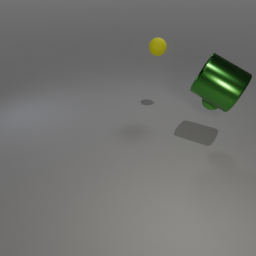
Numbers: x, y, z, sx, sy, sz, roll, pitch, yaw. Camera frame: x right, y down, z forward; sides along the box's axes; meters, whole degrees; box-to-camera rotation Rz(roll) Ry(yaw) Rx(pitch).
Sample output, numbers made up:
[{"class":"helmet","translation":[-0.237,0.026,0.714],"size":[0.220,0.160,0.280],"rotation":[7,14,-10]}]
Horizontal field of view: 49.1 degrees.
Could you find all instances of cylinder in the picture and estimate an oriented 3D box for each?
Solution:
[{"class":"cylinder","translation":[2.944,-1.445,8.971],"size":[1.400,1.400,1.400],"rotation":[33,36,8]}]

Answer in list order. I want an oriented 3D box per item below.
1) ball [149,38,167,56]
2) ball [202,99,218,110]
[{"class":"ball","translation":[1.185,-3.230,11.156],"size":[0.700,0.700,0.700],"rotation":[0,29,0]},{"class":"ball","translation":[2.977,-0.981,9.929],"size":[0.700,0.700,0.700],"rotation":[0,29,0]}]
